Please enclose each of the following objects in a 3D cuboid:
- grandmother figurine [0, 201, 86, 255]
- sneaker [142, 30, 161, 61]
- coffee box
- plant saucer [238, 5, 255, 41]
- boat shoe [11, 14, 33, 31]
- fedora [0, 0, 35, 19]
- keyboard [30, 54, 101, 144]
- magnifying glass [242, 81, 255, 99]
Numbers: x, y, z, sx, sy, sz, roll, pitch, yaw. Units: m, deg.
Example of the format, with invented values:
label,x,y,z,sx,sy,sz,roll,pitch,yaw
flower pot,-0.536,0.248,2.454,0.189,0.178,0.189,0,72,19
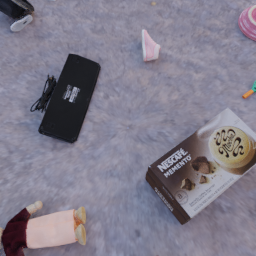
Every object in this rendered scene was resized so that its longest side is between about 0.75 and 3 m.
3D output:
label,x,y,z,sx,sy,sz,roll,pitch,yaw
grandmother figurine,-2.305,2.511,6.554,2.565,0.777,1.555,-7,39,0
sneaker,0.764,-2.760,9.324,0.611,0.440,1.168,-4,69,1
coffee box,1.963,0.941,7.092,2.718,1.085,1.536,-33,68,-15
plant saucer,4.791,-3.757,9.834,1.696,0.430,1.696,0,63,-1
boat shoe,-3.817,-3.751,9.901,0.306,0.323,0.923,32,66,21
fedora,-4.174,-4.408,9.838,1.731,1.731,0.790,43,104,19
keyboard,-1.898,-0.984,8.520,1.506,0.573,2.894,21,63,-14
magnifying glass,3.941,-1.205,8.731,0.989,0.111,0.394,-34,68,-15
